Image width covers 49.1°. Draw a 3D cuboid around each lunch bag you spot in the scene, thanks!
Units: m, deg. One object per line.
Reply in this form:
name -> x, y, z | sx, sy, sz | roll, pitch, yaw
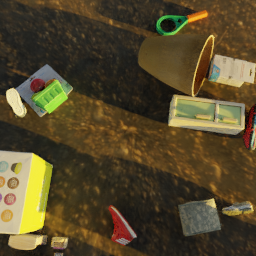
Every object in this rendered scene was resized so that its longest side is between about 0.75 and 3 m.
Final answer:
lunch bag -> 2.681, 3.315, 10.477 | 1.398, 0.822, 1.147 | -10, 73, 2

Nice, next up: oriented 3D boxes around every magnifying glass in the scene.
magnifying glass -> 2.555, -5.089, 13.340 | 2.538, 0.284, 1.010 | -20, 74, -4

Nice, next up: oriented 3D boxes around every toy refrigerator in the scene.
toy refrigerator -> 3.204, -0.552, 11.546 | 2.881, 1.008, 1.094 | 9, 73, 2

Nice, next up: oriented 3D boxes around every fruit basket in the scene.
fruit basket -> -3.610, -1.637, 12.083 | 1.828, 0.925, 1.974 | -44, 62, -12

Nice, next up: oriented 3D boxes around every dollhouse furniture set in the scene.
dollhouse furniture set -> -3.292, 4.853, 9.739 | 1.926, 1.331, 2.040 | 5, 74, 2

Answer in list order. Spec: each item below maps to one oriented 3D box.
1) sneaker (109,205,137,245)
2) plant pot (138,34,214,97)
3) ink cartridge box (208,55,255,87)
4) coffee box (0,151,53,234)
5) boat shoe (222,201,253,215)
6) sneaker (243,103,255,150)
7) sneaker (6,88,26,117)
sneaker -> -0.435, 3.707, 10.489 | 0.867, 0.588, 1.501 | -38, 75, -12
plant pot -> 1.888, -2.883, 11.732 | 2.667, 2.485, 2.485 | 21, 74, 21
ink cartridge box -> 4.561, -2.470, 12.334 | 1.794, 0.609, 1.041 | 14, 74, 4
coffee box -> -4.341, 2.251, 9.888 | 2.503, 2.531, 2.527 | 4, 73, 1
boat shoe -> 4.181, 3.084, 10.791 | 1.157, 0.433, 0.396 | -4, 53, 1
sneaker -> 5.433, -0.004, 11.488 | 0.992, 0.823, 2.076 | 19, 75, 4
sneaker -> -4.206, -0.918, 10.591 | 0.438, 0.797, 1.088 | -23, 90, -12
